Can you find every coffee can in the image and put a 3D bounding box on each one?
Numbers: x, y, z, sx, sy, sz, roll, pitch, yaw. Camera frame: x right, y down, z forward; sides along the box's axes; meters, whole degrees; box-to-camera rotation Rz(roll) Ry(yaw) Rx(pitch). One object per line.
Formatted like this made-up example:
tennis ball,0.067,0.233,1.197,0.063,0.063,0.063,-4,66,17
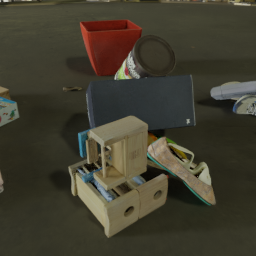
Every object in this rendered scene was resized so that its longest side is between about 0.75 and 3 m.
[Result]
coffee can,0.609,-2.277,11.088,1.679,2.294,1.679,7,69,-19

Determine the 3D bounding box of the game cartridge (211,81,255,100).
game cartridge,4.574,-1.522,11.366,2.192,0.455,1.460,-5,-9,28

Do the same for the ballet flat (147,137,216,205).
ballet flat,1.468,1.005,6.762,2.178,0.732,0.741,39,11,-7

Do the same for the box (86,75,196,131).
box,0.232,-0.693,8.932,2.930,1.526,2.668,-6,4,-11

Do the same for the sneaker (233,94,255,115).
sneaker,5.138,-0.854,11.007,2.058,0.793,0.877,-10,36,-15

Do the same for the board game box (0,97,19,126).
board game box,-5.497,-0.436,10.334,1.645,0.717,2.229,18,34,26

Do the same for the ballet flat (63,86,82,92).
ballet flat,-2.609,-1.841,13.265,0.915,0.212,0.308,-6,-4,-20

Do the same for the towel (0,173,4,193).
towel,-5.119,1.283,7.621,2.947,0.475,2.815,-17,35,-27

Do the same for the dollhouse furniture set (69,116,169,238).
dollhouse furniture set,-0.233,0.709,6.538,1.772,2.529,1.782,-21,36,-31

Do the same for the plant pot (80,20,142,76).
plant pot,-0.978,-4.355,15.304,2.788,2.457,2.785,-8,31,-14

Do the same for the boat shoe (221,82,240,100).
boat shoe,5.177,-1.586,12.299,2.219,0.797,0.660,3,-4,26

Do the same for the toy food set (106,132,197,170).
toy food set,0.782,0.586,7.799,2.565,0.515,1.771,4,21,-45

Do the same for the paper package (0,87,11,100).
paper package,-5.828,-1.387,12.088,1.102,0.570,1.050,19,36,31
